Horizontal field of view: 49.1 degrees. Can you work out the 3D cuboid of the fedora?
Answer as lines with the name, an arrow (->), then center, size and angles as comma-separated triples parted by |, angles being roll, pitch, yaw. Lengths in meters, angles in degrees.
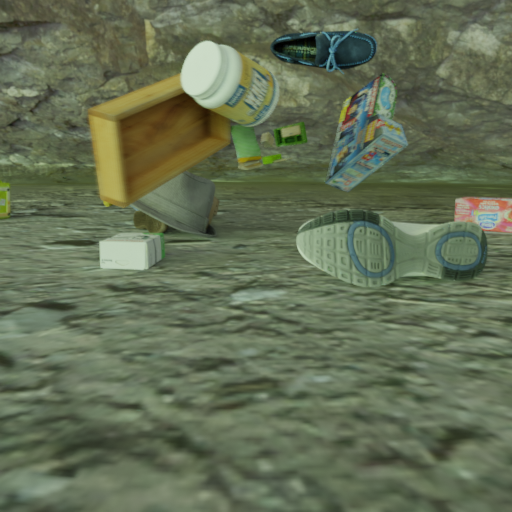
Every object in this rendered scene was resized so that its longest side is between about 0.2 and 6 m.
fedora -> -1.933, -1.518, 13.652 | 2.600, 1.328, 2.940 | 28, 4, 14

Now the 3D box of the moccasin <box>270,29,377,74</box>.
moccasin -> 1.383, -4.295, 11.896 | 2.254, 0.907, 0.769 | 3, 23, 20

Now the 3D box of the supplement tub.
supplement tub -> -0.462, -3.119, 10.231 | 1.141, 1.141, 1.578 | 9, -2, 41

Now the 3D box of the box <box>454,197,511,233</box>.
box -> 6.503, -1.143, 15.413 | 1.833, 0.875, 0.914 | 7, 12, 36

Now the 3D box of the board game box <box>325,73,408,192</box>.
board game box -> 2.697, -2.914, 13.149 | 0.719, 2.330, 2.329 | 18, -13, -20

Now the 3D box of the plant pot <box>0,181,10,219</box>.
plant pot -> -8.790, -1.818, 18.156 | 1.260, 1.388, 1.381 | 14, 16, 29

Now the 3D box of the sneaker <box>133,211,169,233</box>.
sneaker -> -2.644, -0.981, 15.062 | 0.749, 0.698, 1.983 | -2, 10, -32

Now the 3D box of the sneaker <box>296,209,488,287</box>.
sneaker -> 2.107, -0.082, 9.175 | 3.179, 1.184, 1.385 | 6, 0, -16

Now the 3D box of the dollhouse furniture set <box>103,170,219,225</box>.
dollhouse furniture set -> -3.063, -1.336, 16.921 | 2.714, 2.562, 1.771 | -22, 40, 35

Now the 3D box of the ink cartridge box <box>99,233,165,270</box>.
ink cartridge box -> -2.277, -0.105, 10.413 | 0.888, 0.512, 1.217 | 1, 10, 4

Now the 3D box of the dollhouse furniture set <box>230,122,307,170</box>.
dollhouse furniture set -> 0.337, -2.587, 12.709 | 0.775, 1.003, 2.007 | -3, 13, 36

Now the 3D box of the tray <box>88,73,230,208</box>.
tray -> -1.656, -2.399, 10.588 | 0.628, 1.674, 3.394 | 19, 38, 24
